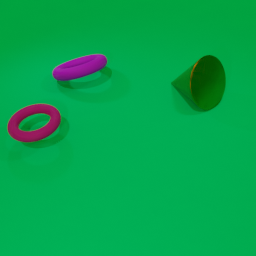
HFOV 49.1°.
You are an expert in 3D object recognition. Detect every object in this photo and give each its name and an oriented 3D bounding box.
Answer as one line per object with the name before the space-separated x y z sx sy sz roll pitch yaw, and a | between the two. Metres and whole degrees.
ring | -1.659 -2.110 9.683 1.955 0.391 1.955 -13 25 6
ring | -2.494 -0.161 7.477 1.411 0.282 1.411 -3 43 3
cone | 1.983 -1.470 9.131 1.646 1.646 1.652 -30 24 -29
